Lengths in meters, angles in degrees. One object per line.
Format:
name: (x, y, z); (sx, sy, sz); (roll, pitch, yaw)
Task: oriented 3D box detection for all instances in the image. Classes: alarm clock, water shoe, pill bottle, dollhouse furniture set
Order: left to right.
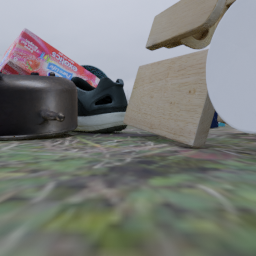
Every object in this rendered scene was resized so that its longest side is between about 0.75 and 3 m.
alarm clock: (-1.843, -0.438, 4.623); (1.970, 0.972, 2.921); (-1, 5, -12)
water shoe: (-1.139, -0.506, 6.021); (2.875, 1.135, 1.028); (2, 3, 36)
dollhouse furniture set: (1.697, -0.808, 3.891); (2.518, 2.394, 2.051); (15, 2, -20)
pill bottle: (1.888, -0.459, 2.281); (2.378, 1.332, 1.332); (-1, 2, -25)

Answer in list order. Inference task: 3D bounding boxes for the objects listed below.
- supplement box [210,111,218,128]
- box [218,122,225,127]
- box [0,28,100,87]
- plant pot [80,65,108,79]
supplement box: (1.790, -0.346, 7.672); (1.039, 0.698, 1.040); (2, 3, 39)
box: (2.164, -0.409, 9.726); (1.108, 0.662, 2.692); (0, 2, -12)
box: (-1.942, -1.143, 6.925); (2.273, 1.076, 1.166); (32, -40, -33)
plant pot: (-1.377, -1.077, 8.680); (1.560, 1.560, 1.051); (-1, 0, -23)
